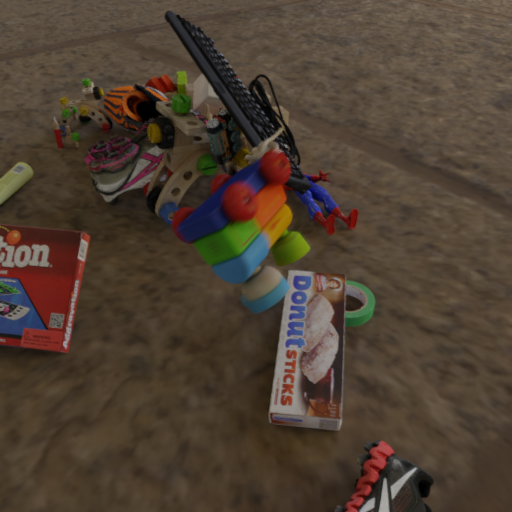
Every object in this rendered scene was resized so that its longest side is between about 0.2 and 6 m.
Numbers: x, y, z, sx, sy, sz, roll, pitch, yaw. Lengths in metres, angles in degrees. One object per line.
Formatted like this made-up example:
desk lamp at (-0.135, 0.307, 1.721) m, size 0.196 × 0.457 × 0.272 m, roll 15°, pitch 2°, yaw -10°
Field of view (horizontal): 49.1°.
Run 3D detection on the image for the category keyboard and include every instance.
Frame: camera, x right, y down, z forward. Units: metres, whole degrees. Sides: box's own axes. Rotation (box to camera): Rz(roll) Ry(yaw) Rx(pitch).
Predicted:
keyboard at (-0.080, -2.875, 10.103) m, size 3.864 × 0.766 × 2.011 m, roll 58°, pitch 18°, yaw 15°

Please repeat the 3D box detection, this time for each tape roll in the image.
tape roll at (1.408, 0.735, 8.773) m, size 0.872 × 0.210 × 0.872 m, roll 0°, pitch 37°, yaw 0°

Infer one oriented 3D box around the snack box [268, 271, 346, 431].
snack box at (0.775, 1.212, 7.867) m, size 0.908 × 0.307 × 2.525 m, roll 3°, pitch 44°, yaw 8°

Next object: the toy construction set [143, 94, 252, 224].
toy construction set at (-1.042, -2.252, 10.963) m, size 2.502 × 2.305 × 3.000 m, roll -5°, pitch 37°, yaw -6°

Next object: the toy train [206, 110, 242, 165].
toy train at (-0.586, -2.081, 9.887) m, size 0.433 × 1.015 × 0.579 m, roll 36°, pitch 67°, yaw 27°

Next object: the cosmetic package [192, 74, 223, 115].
cosmetic package at (-1.003, -3.655, 12.417) m, size 0.523 × 0.727 × 1.288 m, roll 3°, pitch -1°, yaw -20°

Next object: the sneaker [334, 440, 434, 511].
sneaker at (1.272, 2.790, 5.683) m, size 0.939 × 0.680 × 1.923 m, roll 17°, pitch 39°, yaw 24°

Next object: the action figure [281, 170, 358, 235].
action figure at (1.013, -1.340, 11.199) m, size 0.844 × 0.667 × 2.581 m, roll -20°, pitch 39°, yaw -20°

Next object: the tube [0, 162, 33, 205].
tube at (-5.152, -1.347, 11.408) m, size 0.404 × 0.452 × 1.556 m, roll 38°, pitch 41°, yaw -13°

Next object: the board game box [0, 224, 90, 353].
board game box at (-4.327, 0.362, 8.317) m, size 3.463 × 0.337 × 1.782 m, roll 5°, pitch 76°, yaw 6°

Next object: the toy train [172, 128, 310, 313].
toy train at (0.212, -0.565, 7.388) m, size 1.121 × 1.532 × 2.648 m, roll -19°, pitch 21°, yaw 40°

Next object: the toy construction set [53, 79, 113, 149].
toy construction set at (-4.321, -3.499, 13.429) m, size 1.397 × 1.287 × 1.675 m, roll 10°, pitch 39°, yaw 13°

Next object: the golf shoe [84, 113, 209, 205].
golf shoe at (-2.080, -2.037, 11.412) m, size 2.753 × 1.268 × 0.999 m, roll -28°, pitch 46°, yaw -21°

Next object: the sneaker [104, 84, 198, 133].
sneaker at (-2.681, -3.467, 12.878) m, size 3.086 × 1.197 × 1.729 m, roll 22°, pitch 4°, yaw 27°

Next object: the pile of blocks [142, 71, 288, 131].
pile of blocks at (-1.109, -4.144, 14.274) m, size 4.125 × 1.282 × 1.693 m, roll 10°, pitch 39°, yaw 13°
